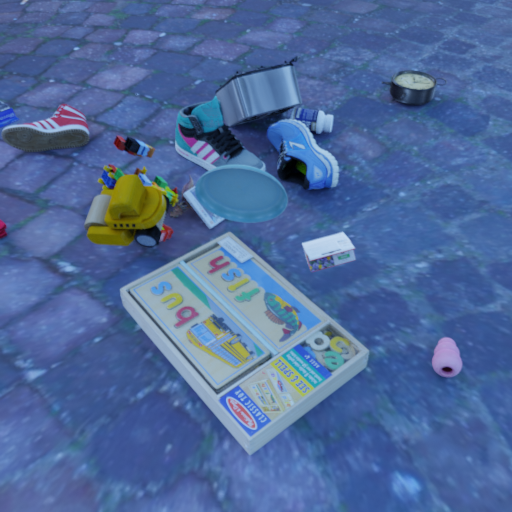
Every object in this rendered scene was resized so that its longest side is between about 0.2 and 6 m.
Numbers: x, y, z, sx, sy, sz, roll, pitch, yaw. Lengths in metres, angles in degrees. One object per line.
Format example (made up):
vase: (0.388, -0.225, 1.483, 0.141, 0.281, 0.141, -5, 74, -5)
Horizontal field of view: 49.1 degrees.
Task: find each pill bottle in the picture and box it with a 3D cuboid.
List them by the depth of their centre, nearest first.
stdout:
pill bottle: (1.498, -3.636, 15.144, 1.103, 0.612, 0.612, 9, 44, 11)

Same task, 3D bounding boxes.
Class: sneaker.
sneaker: (0.908, -2.481, 13.662, 1.141, 1.005, 2.559, -19, 47, -22)
sneaker: (-0.928, -2.990, 13.708, 2.731, 1.649, 1.142, 26, 50, 25)
sneaker: (-5.527, -3.403, 14.790, 2.137, 0.761, 1.202, -4, 47, -14)

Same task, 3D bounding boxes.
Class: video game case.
video game case: (-0.956, -1.257, 12.614, 1.073, 0.123, 0.977, -39, 92, -34)

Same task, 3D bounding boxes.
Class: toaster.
toaster: (0.112, -4.354, 15.028, 1.825, 1.198, 2.018, -20, 9, -19)

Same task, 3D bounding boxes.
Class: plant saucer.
plant saucer: (-0.247, -1.087, 9.648, 1.607, 1.607, 0.220, 5, 61, 5)

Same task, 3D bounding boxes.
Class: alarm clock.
alarm clock: (4.790, -4.979, 16.540, 1.931, 0.643, 1.303, -17, 46, -14)

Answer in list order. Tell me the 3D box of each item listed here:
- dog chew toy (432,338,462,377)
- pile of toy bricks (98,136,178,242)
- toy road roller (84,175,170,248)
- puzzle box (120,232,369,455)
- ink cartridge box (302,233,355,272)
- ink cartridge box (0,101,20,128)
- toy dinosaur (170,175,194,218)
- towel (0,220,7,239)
dog chew toy: (3.291, 1.715, 9.659, 0.482, 0.482, 0.773, 11, 37, 11)
pile of toy bricks: (-2.389, -1.513, 12.564, 1.451, 1.631, 2.940, 17, 20, -37)
toy road roller: (-2.252, -0.817, 9.435, 1.516, 1.106, 0.931, 1, 60, 15)
puzzle box: (-0.336, 1.274, 10.061, 2.647, 0.506, 3.979, -30, 51, -27)
ink cartridge box: (1.280, -0.029, 9.807, 0.810, 0.374, 1.487, -15, 12, 4)
ink cartridge box: (-7.419, -4.080, 15.861, 1.475, 0.289, 0.733, 31, 51, 27)
toy dinosaur: (-1.554, -1.344, 12.627, 0.454, 1.059, 0.717, 4, -3, 39)
towel: (-6.712, -0.394, 12.009, 1.634, 0.254, 2.260, 34, 53, 31)
